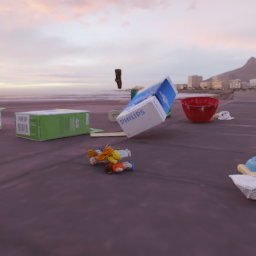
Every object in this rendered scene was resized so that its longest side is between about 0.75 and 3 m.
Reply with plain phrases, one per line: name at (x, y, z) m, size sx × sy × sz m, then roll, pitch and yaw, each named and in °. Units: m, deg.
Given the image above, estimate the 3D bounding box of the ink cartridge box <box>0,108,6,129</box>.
ink cartridge box at (-5.869, -0.293, 10.798) m, size 1.505 × 0.859 × 2.898 m, roll -1°, pitch 8°, yaw -8°

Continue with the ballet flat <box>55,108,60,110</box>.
ballet flat at (-3.365, -0.564, 13.724) m, size 0.793 × 0.793 × 2.242 m, roll -1°, pitch 8°, yaw -9°

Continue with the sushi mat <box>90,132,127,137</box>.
sushi mat at (-0.693, 0.232, 9.878) m, size 1.288 × 0.078 × 0.616 m, roll -1°, pitch 9°, yaw -11°

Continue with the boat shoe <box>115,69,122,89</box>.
boat shoe at (-0.508, -2.426, 13.874) m, size 0.355 × 1.010 × 0.356 m, roll -9°, pitch 11°, yaw -28°

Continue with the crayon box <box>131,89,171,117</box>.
crayon box at (1.369, -1.573, 17.414) m, size 0.826 × 1.685 × 2.837 m, roll -6°, pitch 9°, yaw -40°

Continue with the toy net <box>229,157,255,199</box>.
toy net at (2.218, 0.827, 4.481) m, size 0.965 × 0.355 × 1.840 m, roll 8°, pitch 12°, yaw 33°

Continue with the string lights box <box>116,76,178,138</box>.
string lights box at (0.767, -0.852, 9.993) m, size 1.437 × 0.824 × 2.796 m, roll -25°, pitch 16°, yaw 29°

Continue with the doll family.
doll family at (-0.418, 0.553, 5.711) m, size 0.716 × 0.520 × 1.154 m, roll -4°, pitch 9°, yaw -29°

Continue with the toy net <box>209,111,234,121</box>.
toy net at (4.597, -0.689, 15.155) m, size 2.695 × 0.520 × 1.414 m, roll -1°, pitch 8°, yaw -11°

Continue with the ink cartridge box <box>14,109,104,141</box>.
ink cartridge box at (-2.377, -0.209, 10.174) m, size 1.517 × 0.867 × 2.922 m, roll 6°, pitch 10°, yaw 39°

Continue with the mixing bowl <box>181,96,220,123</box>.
mixing bowl at (3.572, -0.873, 13.989) m, size 1.872 × 1.014 × 1.872 m, roll -3°, pitch 21°, yaw 1°

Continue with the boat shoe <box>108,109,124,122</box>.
boat shoe at (0.033, -0.685, 14.164) m, size 2.117 × 0.760 × 0.716 m, roll 2°, pitch 12°, yaw 33°
